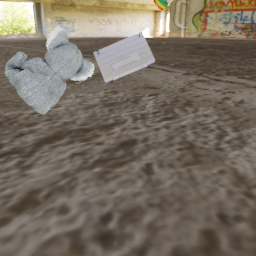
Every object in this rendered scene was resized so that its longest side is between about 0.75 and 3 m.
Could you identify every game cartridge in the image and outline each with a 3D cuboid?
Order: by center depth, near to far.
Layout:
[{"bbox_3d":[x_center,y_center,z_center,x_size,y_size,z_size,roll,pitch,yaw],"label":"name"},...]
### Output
[{"bbox_3d":[-0.125,-2.239,8.942,1.726,1.119,0.331,-22,-9,2],"label":"game cartridge"}]

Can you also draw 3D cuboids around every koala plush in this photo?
[{"bbox_3d":[-1.310,-0.995,4.902,1.294,1.148,1.189,-39,26,-2],"label":"koala plush"}]

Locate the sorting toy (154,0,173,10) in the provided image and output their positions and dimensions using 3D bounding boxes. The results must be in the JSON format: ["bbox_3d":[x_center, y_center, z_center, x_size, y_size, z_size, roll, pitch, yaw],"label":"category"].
[{"bbox_3d":[0.740,-3.463,7.023,0.909,0.319,1.887,43,38,-10],"label":"sorting toy"}]
